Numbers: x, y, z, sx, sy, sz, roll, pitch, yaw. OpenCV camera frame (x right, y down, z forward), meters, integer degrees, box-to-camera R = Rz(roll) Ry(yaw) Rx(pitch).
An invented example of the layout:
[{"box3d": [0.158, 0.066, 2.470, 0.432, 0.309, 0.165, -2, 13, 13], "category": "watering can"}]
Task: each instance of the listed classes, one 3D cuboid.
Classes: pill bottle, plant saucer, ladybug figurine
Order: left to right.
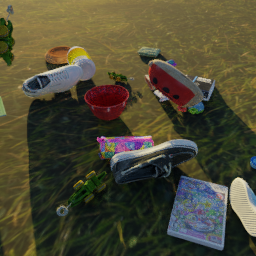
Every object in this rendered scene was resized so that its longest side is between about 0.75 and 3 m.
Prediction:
[{"box3d": [-3.855, -4.266, 16.131, 1.898, 0.355, 1.898, 0, 39, 0], "category": "plant saucer"}, {"box3d": [-2.475, -3.408, 14.440, 1.167, 1.167, 2.137, -13, 42, -16], "category": "pill bottle"}, {"box3d": [1.231, -1.160, 7.646, 1.803, 0.648, 1.224, 36, 0, -10], "category": "ladybug figurine"}]

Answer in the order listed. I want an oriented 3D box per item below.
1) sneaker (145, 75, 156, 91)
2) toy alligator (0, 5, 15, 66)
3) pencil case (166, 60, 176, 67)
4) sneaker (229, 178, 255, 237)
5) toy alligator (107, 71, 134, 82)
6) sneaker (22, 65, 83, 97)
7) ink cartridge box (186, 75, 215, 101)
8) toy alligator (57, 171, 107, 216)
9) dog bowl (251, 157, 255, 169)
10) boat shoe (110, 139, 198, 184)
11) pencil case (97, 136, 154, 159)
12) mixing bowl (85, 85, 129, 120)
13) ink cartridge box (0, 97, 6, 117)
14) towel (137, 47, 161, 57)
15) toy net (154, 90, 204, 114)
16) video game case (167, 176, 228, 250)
[{"box3d": [1.215, -2.263, 13.613, 0.514, 0.459, 1.287, -12, 40, -8], "category": "sneaker"}, {"box3d": [-4.056, -3.020, 9.139, 0.536, 0.740, 2.232, -4, 72, -4], "category": "toy alligator"}, {"box3d": [1.956, -3.216, 14.736, 1.161, 0.494, 0.537, -27, 27, -28], "category": "pencil case"}, {"box3d": [3.577, 2.325, 8.022, 0.832, 0.750, 2.030, 24, 32, -17], "category": "sneaker"}, {"box3d": [-0.399, -2.486, 14.021, 1.417, 0.341, 0.470, 17, 42, 6], "category": "toy alligator"}, {"box3d": [-3.336, -2.160, 12.684, 2.860, 1.092, 1.151, -26, 1, -17], "category": "sneaker"}, {"box3d": [2.756, -2.096, 13.011, 2.380, 0.521, 2.403, 15, 28, 17], "category": "ink cartridge box"}, {"box3d": [-1.399, 1.969, 8.474, 1.958, 0.470, 0.649, -35, 83, -35], "category": "toy alligator"}, {"box3d": [4.602, 1.244, 9.569, 0.826, 0.205, 0.461, 11, 41, 12], "category": "dog bowl"}, {"box3d": [0.948, 1.188, 9.079, 2.957, 1.045, 0.941, -13, 45, -7], "category": "boat shoe"}, {"box3d": [-0.067, 0.683, 9.754, 1.972, 0.871, 0.871, -1, 40, -3], "category": "pencil case"}, {"box3d": [-0.844, -0.948, 11.592, 1.787, 0.968, 1.787, -1, 37, 1], "category": "mixing bowl"}, {"box3d": [-6.168, -0.201, 10.802, 2.820, 0.836, 1.464, -18, 42, -20], "category": "ink cartridge box"}, {"box3d": [1.236, -4.482, 16.488, 1.237, 0.226, 0.917, 15, 43, 18], "category": "towel"}, {"box3d": [2.119, -1.078, 12.246, 2.289, 0.442, 1.201, 19, 46, 24], "category": "toy net"}, {"box3d": [2.095, 2.377, 8.209, 1.489, 0.187, 2.079, 12, 41, 14], "category": "video game case"}]
